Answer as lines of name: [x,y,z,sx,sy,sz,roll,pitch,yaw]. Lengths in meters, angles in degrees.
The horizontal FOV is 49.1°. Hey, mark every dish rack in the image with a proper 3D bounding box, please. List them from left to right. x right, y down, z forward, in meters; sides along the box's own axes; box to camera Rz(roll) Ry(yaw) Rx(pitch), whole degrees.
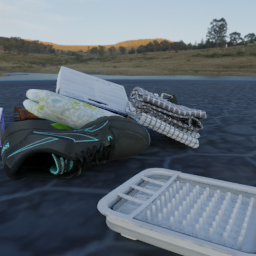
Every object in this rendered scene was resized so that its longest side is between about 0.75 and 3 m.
dish rack: [0.678,0.909,2.972,1.676,0.365,1.438,7,13,29]

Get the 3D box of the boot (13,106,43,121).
boot: [-3.326,-0.535,9.688,1.163,0.398,1.095,-4,12,-20]

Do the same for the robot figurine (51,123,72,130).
robot figurine: [-1.547,0.211,5.745,0.869,0.573,0.991,2,11,24]

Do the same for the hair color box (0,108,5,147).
hair color box: [-3.606,-0.039,6.716,1.135,0.673,2.076,-4,11,-21]

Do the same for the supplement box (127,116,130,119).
supplement box: [-0.730,-0.359,8.483,1.650,0.568,0.549,-12,16,-40]

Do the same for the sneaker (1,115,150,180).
sneaker: [-0.775,0.418,4.626,2.487,0.938,0.986,-4,33,-15]

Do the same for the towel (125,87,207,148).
towel: [0.798,-0.355,6.514,1.546,0.799,1.868,23,7,-12]

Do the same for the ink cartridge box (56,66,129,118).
ink cartridge box: [-0.969,-0.912,7.926,2.104,0.428,2.109,16,26,-19]

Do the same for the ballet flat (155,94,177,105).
ballet flat: [1.414,-1.261,12.623,1.712,0.586,0.582,-5,13,-22]

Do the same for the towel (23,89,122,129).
towel: [-1.133,-0.260,6.335,2.199,0.618,2.568,17,0,-28]
